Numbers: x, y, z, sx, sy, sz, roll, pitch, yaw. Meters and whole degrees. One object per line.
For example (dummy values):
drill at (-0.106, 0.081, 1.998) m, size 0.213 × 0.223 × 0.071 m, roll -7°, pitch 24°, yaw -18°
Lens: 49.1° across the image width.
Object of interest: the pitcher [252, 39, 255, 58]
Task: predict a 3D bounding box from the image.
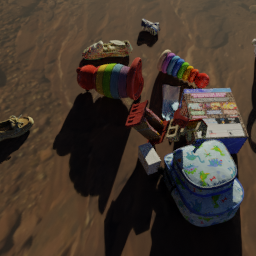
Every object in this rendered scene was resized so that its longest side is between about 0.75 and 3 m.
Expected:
pitcher at (6.881, -3.280, 12.816) m, size 2.057 × 1.453 × 2.397 m, roll -1°, pitch 37°, yaw -49°

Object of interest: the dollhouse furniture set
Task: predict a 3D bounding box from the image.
dollhouse furniture set at (1.349, -0.284, 9.839) m, size 2.603 × 1.401 × 1.059 m, roll -11°, pitch 48°, yaw 44°

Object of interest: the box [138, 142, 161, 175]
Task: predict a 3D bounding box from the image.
box at (0.749, 1.089, 10.029) m, size 0.474 × 0.679 × 0.891 m, roll -19°, pitch 54°, yaw -14°

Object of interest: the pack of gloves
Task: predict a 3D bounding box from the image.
pack of gloves at (2.453, -1.081, 11.899) m, size 1.977 × 0.464 × 2.353 m, roll 4°, pitch 52°, yaw 3°

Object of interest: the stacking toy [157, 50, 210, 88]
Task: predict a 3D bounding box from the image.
stacking toy at (2.593, -2.597, 12.867) m, size 2.477 × 1.057 × 1.057 m, roll 32°, pitch 58°, yaw 15°

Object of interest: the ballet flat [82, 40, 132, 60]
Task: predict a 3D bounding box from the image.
ballet flat at (-1.050, -3.994, 13.972) m, size 2.552 × 0.816 × 0.965 m, roll -8°, pitch 58°, yaw -5°

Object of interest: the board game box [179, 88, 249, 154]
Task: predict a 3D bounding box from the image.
board game box at (3.142, -0.269, 10.707) m, size 1.898 × 1.153 × 2.381 m, roll -2°, pitch 54°, yaw -3°

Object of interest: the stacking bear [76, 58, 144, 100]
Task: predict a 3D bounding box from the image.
stacking bear at (-0.877, -2.083, 12.045) m, size 2.760 × 1.676 × 1.570 m, roll 8°, pitch 52°, yaw 16°

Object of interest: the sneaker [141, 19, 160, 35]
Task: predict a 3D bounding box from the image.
sneaker at (1.334, -5.645, 15.569) m, size 0.698 × 0.488 × 1.208 m, roll -35°, pitch 66°, yaw -29°

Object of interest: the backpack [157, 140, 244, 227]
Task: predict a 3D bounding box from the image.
backpack at (2.383, 1.694, 8.850) m, size 2.204 × 1.770 × 2.409 m, roll -14°, pitch 53°, yaw -10°

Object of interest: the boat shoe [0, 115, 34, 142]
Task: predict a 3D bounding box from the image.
boat shoe at (-4.684, 0.009, 10.928) m, size 1.963 × 0.615 × 0.720 m, roll -27°, pitch 56°, yaw -20°
